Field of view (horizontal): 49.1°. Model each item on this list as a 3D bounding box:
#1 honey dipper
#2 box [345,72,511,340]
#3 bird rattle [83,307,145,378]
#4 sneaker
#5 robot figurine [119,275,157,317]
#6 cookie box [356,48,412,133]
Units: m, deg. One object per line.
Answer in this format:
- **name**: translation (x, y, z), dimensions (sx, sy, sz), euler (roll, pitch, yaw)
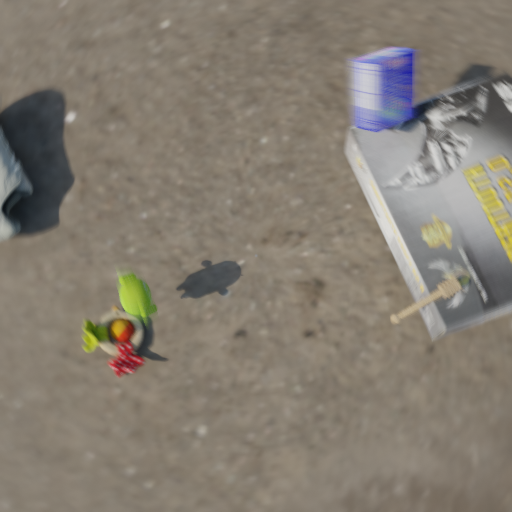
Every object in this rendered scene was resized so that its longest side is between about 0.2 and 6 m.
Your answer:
- **honey dipper**: translation (2.574, 0.714, 8.559), dimensions (1.141, 0.217, 0.217), euler (-33, 79, 5)
- **box**: translation (3.672, -0.929, 9.567), dimensions (3.072, 0.937, 3.879), euler (-19, 71, -3)
- **bird rattle**: translation (-2.333, 1.401, 9.468), dimensions (1.202, 0.677, 0.980), euler (31, 62, 4)
- **sneaker**: translation (-4.643, -1.618, 10.032), dimensions (1.332, 1.096, 2.896), euler (4, 84, -7)
- **robot figurine**: translation (-1.913, 0.653, 8.890), dimensions (0.470, 0.813, 0.713), euler (-31, 81, -18)
- **cookie box**: translation (2.041, -2.653, 8.926), dimensions (0.941, 1.100, 0.414), euler (-27, 36, -31)
